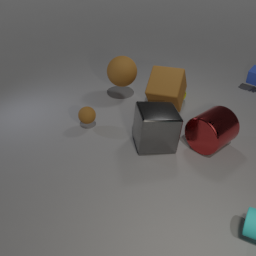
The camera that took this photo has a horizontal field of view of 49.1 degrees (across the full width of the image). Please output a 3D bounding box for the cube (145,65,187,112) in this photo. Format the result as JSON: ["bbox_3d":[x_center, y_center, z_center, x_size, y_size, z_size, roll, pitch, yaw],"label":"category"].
[{"bbox_3d":[1.693,-1.701,12.226,1.400,1.400,1.400,11,71,20],"label":"cube"}]

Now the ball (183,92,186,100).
[{"bbox_3d":[2.403,-1.599,13.234,0.700,0.700,0.700,0,33,0],"label":"ball"}]

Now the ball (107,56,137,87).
[{"bbox_3d":[-0.275,-2.607,12.898,1.400,1.400,1.400,0,33,0],"label":"ball"}]

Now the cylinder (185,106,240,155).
[{"bbox_3d":[2.998,0.067,10.017,1.400,1.400,1.400,-26,41,-34],"label":"cylinder"}]

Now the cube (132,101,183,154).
[{"bbox_3d":[1.005,-0.031,10.077,1.400,1.400,1.400,0,33,-10],"label":"cube"}]

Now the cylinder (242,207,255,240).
[{"bbox_3d":[3.181,2.335,6.687,0.700,0.700,0.700,13,35,28],"label":"cylinder"}]

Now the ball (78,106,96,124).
[{"bbox_3d":[-1.628,-0.509,11.138,0.700,0.700,0.700,0,33,0],"label":"ball"}]

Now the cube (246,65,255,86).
[{"bbox_3d":[6.377,-2.583,13.870,0.700,0.700,0.700,29,54,30],"label":"cube"}]
